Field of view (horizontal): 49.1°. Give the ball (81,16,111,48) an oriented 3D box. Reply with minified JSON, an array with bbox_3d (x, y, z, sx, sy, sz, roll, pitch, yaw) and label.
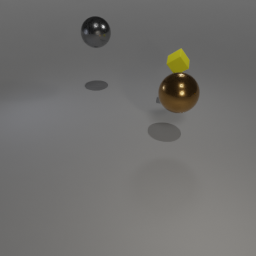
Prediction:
[{"bbox_3d":[-1.495,-4.448,13.025,1.400,1.400,1.400,0,31,0],"label":"ball"}]

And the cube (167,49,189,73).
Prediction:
[{"bbox_3d":[2.169,-2.848,12.106,0.700,0.700,0.700,-24,34,33],"label":"cube"}]

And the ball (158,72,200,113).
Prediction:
[{"bbox_3d":[1.742,-1.204,9.614,1.400,1.400,1.400,0,31,0],"label":"ball"}]
